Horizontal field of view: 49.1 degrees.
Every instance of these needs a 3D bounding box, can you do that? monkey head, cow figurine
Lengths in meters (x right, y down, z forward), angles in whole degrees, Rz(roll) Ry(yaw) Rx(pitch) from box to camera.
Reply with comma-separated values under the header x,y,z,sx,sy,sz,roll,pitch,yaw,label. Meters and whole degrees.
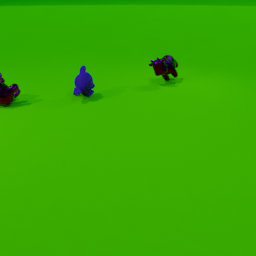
x,y,z,sx,sy,sz,roll,pitch,yaw,label
-1.575,-1.448,9.373,0.888,0.744,1.234,-10,56,22,monkey head
-4.268,-1.048,8.650,1.440,0.790,1.417,34,71,0,cow figurine
1.414,-2.457,10.873,0.746,1.337,1.359,-18,44,34,cow figurine
